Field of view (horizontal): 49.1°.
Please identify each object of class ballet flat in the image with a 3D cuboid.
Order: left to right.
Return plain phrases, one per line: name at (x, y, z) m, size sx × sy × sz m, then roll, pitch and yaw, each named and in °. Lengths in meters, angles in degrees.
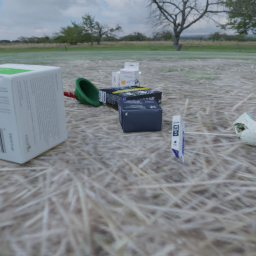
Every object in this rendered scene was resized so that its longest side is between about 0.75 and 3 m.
ballet flat at (4.462, 0.189, 10.218) m, size 0.938 × 0.938 × 2.614 m, roll 2°, pitch 17°, yaw 6°

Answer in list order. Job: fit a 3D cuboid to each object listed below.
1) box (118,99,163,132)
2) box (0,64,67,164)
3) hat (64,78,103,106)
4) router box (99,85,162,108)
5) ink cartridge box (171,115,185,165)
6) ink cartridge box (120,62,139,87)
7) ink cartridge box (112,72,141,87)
box at (0.470, -0.550, 11.715) m, size 1.605 × 0.958 × 1.632 m, roll -3°, pitch 20°, yaw -7°
box at (-3.847, -0.644, 9.380) m, size 2.716 × 2.729 × 2.338 m, roll 8°, pitch 20°, yaw 23°
hat at (-2.722, -1.526, 15.350) m, size 1.820 × 1.934 × 2.197 m, roll 9°, pitch 47°, yaw -54°
router box at (0.136, -1.673, 14.947) m, size 2.717 × 0.710 × 2.136 m, roll -14°, pitch 25°, yaw -41°
ink cartridge box at (1.543, 0.380, 8.578) m, size 0.275 × 0.698 × 1.403 m, roll -6°, pitch 58°, yaw 22°
ink cartridge box at (0.080, -3.067, 17.314) m, size 1.076 × 1.868 × 0.634 m, roll 10°, pitch 22°, yaw 28°
ink cartridge box at (-0.137, -3.139, 18.585) m, size 1.936 × 1.134 × 0.652 m, roll 1°, pitch 20°, yaw 3°
